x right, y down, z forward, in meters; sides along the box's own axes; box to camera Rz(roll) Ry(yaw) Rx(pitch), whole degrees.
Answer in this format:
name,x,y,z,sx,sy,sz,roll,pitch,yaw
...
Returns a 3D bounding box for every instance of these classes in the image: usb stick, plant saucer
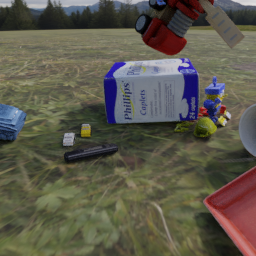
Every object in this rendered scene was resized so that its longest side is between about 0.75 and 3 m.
name,x,y,z,sx,sy,sz,roll,pitch,yaw
usb stick,-0.922,0.611,7.044,1.370,0.223,0.380,-11,19,-22
plant saucer,2.571,1.160,4.155,2.298,0.422,2.294,-32,15,1

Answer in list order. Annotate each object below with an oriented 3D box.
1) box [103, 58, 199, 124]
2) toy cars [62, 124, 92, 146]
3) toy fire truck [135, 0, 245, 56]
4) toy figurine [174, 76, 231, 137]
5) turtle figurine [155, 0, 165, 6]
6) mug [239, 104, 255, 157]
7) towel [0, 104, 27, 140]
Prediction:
name,x,y,z,sx,sy,sz,roll,pitch,yaw
box,0.808,-1.383,9.709,2.914,1.529,2.680,-3,23,7
toy cars,-1.447,0.138,8.033,0.582,0.288,1.299,15,28,32
toy fire truck,1.849,-3.159,8.553,1.765,2.414,2.743,12,35,-36
toy figurine,2.450,-0.854,8.793,1.322,1.502,2.507,14,27,30
turtle figurine,0.796,-2.854,5.330,0.628,0.873,0.846,6,33,37
mug,4.162,0.169,7.204,2.047,1.817,1.366,-8,-12,-28
towel,-4.465,-0.422,7.965,2.861,0.694,1.597,11,20,-14
